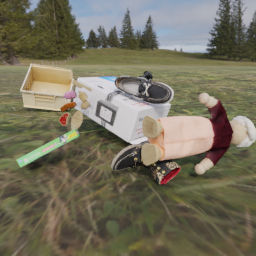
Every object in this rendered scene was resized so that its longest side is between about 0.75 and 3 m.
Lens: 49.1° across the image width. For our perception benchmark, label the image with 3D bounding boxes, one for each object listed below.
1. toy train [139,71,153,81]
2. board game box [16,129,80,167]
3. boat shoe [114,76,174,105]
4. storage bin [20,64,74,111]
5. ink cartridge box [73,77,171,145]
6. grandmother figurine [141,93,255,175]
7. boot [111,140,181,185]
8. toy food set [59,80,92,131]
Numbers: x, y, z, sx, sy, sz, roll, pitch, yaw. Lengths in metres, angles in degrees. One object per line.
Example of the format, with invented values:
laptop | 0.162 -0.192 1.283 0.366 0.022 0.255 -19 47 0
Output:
toy train | 0.129 -1.308 9.934 1.843 0.422 0.314 -39 33 13
board game box | -1.446 0.347 5.233 1.119 0.163 0.753 -28 5 -6
boat shoe | 0.310 -0.839 5.975 1.342 0.496 0.405 23 7 30
storage bin | -2.941 -1.514 10.499 1.666 0.787 1.679 6 43 -8
ink cartridge box | 0.013 -0.438 6.708 2.410 0.804 1.396 31 27 29
grandmother figurine | 1.311 0.082 4.768 2.210 1.340 0.669 -1 16 -26
boot | 0.315 0.627 4.714 1.042 0.381 0.784 -18 47 -37
toy food set | -1.136 -0.446 5.893 0.655 1.030 0.162 28 9 11
